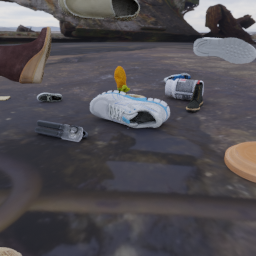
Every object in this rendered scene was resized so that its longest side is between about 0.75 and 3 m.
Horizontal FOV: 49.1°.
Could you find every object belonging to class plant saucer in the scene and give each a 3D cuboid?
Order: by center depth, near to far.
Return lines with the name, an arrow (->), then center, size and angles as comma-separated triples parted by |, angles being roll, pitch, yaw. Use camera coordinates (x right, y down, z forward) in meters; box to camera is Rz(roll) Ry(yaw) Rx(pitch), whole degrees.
plant saucer -> 3.328, 0.758, 6.611 | 1.977, 0.319, 1.977 | 1, 21, 0

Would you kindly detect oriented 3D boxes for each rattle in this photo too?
rattle -> 0.286, -1.461, 10.873 | 1.418, 1.555, 2.177 | 14, 7, -26

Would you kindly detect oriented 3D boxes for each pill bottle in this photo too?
pill bottle -> 2.452, -1.685, 12.216 | 1.527, 0.885, 0.885 | 11, 23, 24

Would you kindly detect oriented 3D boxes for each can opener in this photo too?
can opener -> -1.982, 0.109, 8.370 | 1.646, 0.439, 0.550 | 9, -10, 24

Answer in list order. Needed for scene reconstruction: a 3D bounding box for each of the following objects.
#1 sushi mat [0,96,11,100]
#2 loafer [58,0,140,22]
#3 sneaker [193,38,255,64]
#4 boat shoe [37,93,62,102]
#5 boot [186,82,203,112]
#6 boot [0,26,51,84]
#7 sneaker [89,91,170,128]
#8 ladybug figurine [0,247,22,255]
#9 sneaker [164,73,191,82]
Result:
sushi mat -> -5.855, -1.313, 12.388 | 1.153, 0.070, 0.552 | 0, 20, 0
loafer -> -0.634, -3.136, 6.995 | 2.154, 0.815, 0.735 | -6, 11, -23
sneaker -> 3.284, -2.682, 9.414 | 2.049, 0.783, 0.825 | 21, 26, 25
boat shoe -> -3.320, -1.294, 11.914 | 1.042, 0.368, 0.332 | -5, 20, -16
boot -> 2.606, -1.219, 10.904 | 0.530, 0.946, 1.367 | 8, 23, 21
boot -> -3.090, -2.223, 7.960 | 1.598, 1.921, 0.695 | 12, -17, -10
sneaker -> -0.078, -0.530, 9.115 | 2.748, 1.030, 1.191 | 6, 27, 16
ladybug figurine -> -1.849, 1.949, 3.169 | 0.991, 0.525, 1.460 | 17, 27, 38
sneaker -> 2.696, -2.731, 15.458 | 1.561, 0.585, 0.677 | -7, 17, -19
